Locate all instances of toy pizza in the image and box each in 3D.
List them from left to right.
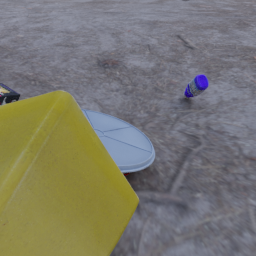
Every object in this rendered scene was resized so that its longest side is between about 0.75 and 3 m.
[{"bbox_3d":[-0.810,0.306,6.718,2.989,0.474,2.989,15,21,-6],"label":"toy pizza"}]

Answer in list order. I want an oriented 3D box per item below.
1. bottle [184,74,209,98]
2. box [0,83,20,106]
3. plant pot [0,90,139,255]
[{"bbox_3d":[2.274,-1.359,9.555,0.415,0.531,1.271,-13,-10,-15],"label":"bottle"},{"bbox_3d":[-3.722,-0.694,7.579,0.719,0.829,1.356,31,15,8],"label":"box"},{"bbox_3d":[-1.629,1.268,4.010,2.458,2.458,2.168,-8,38,29],"label":"plant pot"}]
